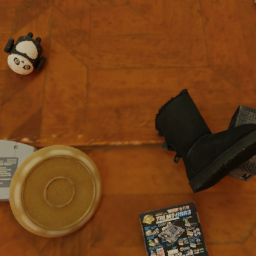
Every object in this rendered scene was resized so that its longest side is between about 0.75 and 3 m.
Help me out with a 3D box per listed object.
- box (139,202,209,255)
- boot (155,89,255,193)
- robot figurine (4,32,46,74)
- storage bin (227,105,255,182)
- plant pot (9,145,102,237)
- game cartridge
[{"bbox_3d":[1.136,2.739,7.044,1.488,0.370,1.477,-12,70,-3],"label":"box"},{"bbox_3d":[1.767,0.062,6.751,1.038,2.804,2.298,-11,61,-26],"label":"boot"},{"bbox_3d":[-3.164,-2.310,8.693,0.988,0.821,1.315,14,70,14],"label":"robot figurine"},{"bbox_3d":[3.057,0.411,7.448,0.813,1.172,1.734,16,70,12],"label":"storage bin"},{"bbox_3d":[-1.705,1.579,6.967,2.296,0.316,2.296,2,86,-24],"label":"plant pot"},{"bbox_3d":[-3.766,1.145,7.616,2.472,0.513,1.646,0,65,0],"label":"game cartridge"}]
